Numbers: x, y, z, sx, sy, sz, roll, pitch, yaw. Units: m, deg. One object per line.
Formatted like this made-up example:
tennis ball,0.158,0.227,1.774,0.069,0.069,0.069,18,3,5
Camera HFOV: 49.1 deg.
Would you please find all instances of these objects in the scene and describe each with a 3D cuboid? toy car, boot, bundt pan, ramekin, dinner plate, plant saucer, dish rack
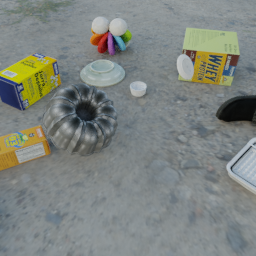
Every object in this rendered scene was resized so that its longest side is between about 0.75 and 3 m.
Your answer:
toy car,-0.994,-4.948,15.642,2.345,2.052,1.758,8,77,8
boot,5.053,-0.420,11.041,2.642,0.994,1.975,-14,44,-16
bundt pan,-1.505,-0.447,9.612,2.689,1.009,2.689,12,59,-21
ramekin,0.475,-1.789,12.999,0.765,0.401,0.765,0,42,0
dinner plate,2.283,-2.396,10.956,1.002,1.002,0.121,-39,20,-35
plant saucer,-1.289,-2.909,14.114,2.271,0.570,2.271,0,42,0
dish rack,4.593,1.417,9.405,2.285,0.498,1.961,-33,53,-31

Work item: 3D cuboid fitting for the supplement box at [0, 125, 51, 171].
supplement box,-4.174,0.801,9.789,2.688,0.925,0.894,-18,47,-22

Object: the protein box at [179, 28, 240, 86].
protein box,3.989,-3.600,13.999,2.535,1.710,2.516,9,43,9

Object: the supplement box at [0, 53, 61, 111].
supplement box,-4.455,-2.154,12.667,1.385,1.376,2.528,22,47,22
